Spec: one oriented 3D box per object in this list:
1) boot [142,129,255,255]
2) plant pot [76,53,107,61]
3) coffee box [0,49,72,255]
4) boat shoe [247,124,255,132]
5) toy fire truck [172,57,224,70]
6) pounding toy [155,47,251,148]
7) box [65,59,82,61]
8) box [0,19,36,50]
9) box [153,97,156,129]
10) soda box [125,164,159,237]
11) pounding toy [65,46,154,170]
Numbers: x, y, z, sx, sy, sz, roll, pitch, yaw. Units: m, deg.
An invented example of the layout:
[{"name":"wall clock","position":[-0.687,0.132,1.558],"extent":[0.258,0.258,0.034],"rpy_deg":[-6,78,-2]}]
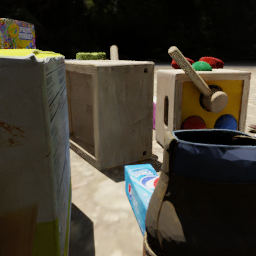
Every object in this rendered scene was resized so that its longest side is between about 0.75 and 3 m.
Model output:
[{"name":"boot","position":[1.515,0.669,2.619],"extent":[2.781,1.348,1.039],"rpy_deg":[-3,15,-11]},{"name":"plant pot","position":[-1.658,-2.397,12.787],"extent":[2.114,2.007,2.114],"rpy_deg":[-1,15,0]},{"name":"coffee box","position":[-1.602,0.329,2.559],"extent":[2.045,2.025,2.048],"rpy_deg":[-2,15,-8]},{"name":"boat shoe","position":[3.690,-0.093,7.275],"extent":[1.131,0.407,0.408],"rpy_deg":[1,15,4]},{"name":"toy fire truck","position":[3.034,-1.810,12.034],"extent":[2.952,1.655,2.479],"rpy_deg":[13,-4,38]},{"name":"pounding toy","position":[1.451,-0.559,5.740],"extent":[1.930,2.096,1.490],"rpy_deg":[-4,15,-13]},{"name":"box","position":[-1.795,-1.035,8.075],"extent":[0.938,1.803,1.642],"rpy_deg":[-2,15,-7]},{"name":"box","position":[-4.351,-1.584,8.123],"extent":[2.943,2.835,1.795],"rpy_deg":[1,15,5]},{"name":"box","position":[1.405,-0.415,7.769],"extent":[1.604,0.775,1.411],"rpy_deg":[-5,16,-16]},{"name":"soda box","position":[0.266,0.893,3.570],"extent":[0.403,0.426,1.256],"rpy_deg":[-3,15,-12]},{"name":"pounding toy","position":[-0.418,-0.659,5.978],"extent":[1.672,2.164,2.351],"rpy_deg":[-9,18,-30]}]
